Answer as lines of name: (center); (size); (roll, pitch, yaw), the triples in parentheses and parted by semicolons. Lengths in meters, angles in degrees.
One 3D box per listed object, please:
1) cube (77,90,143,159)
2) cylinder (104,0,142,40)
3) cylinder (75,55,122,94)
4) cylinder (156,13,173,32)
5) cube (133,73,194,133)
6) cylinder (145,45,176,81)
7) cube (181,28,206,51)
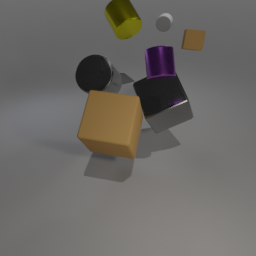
cube: (-0.426, -0.066, 7.892); (1.400, 1.400, 1.400); (9, 71, 11)
cylinder: (-0.226, -5.208, 13.356); (1.400, 1.400, 1.400); (-18, 71, -27)
cylinder: (-1.048, -1.831, 10.380); (1.400, 1.400, 1.400); (8, -2, 13)
cylinder: (1.677, -4.843, 12.845); (0.700, 0.700, 0.700); (8, 32, 12)
cube: (1.167, -0.881, 9.147); (1.400, 1.400, 1.400); (-23, 64, 10)
cylinder: (0.778, -1.556, 6.779); (0.700, 0.700, 0.700); (-5, 1, 0)
cube: (2.414, -3.262, 10.397); (0.700, 0.700, 0.700); (8, 15, 3)
